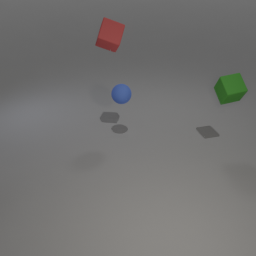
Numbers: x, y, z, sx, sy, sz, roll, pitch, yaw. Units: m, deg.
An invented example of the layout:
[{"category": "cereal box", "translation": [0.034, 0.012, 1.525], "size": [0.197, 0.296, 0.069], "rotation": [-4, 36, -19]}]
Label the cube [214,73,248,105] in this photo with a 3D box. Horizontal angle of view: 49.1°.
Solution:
[{"category": "cube", "translation": [3.353, -1.281, 9.195], "size": [0.700, 0.700, 0.700], "rotation": [-12, 69, -6]}]

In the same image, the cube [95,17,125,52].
[{"category": "cube", "translation": [-0.572, -2.915, 8.826], "size": [0.700, 0.700, 0.700], "rotation": [16, -7, -12]}]

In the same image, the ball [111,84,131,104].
[{"category": "ball", "translation": [-0.229, -1.180, 9.728], "size": [0.700, 0.700, 0.700], "rotation": [0, 30, 0]}]
